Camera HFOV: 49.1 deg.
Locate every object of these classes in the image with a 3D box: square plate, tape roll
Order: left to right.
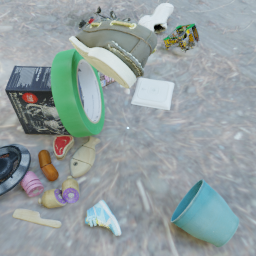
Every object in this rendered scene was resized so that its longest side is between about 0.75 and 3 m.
[{"bbox_3d":[-1.220,-0.902,7.295,0.544,2.264,2.264,-9,51,13],"label":"tape roll"},{"bbox_3d":[0.822,-1.154,9.014,1.223,0.176,1.234,11,53,8],"label":"square plate"}]

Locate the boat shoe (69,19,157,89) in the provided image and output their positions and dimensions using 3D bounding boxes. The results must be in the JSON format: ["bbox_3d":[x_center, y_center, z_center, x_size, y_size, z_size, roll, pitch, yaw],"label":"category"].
[{"bbox_3d":[-0.357,-1.490,5.150,0.849,1.015,2.839,-49,30,2],"label":"boat shoe"}]

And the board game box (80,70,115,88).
[{"bbox_3d":[-1.023,-2.121,9.344,1.705,0.826,1.359,-27,57,-19],"label":"board game box"}]

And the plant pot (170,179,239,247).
[{"bbox_3d":[1.720,1.910,6.089,1.101,1.172,1.172,37,59,8],"label":"plant pot"}]

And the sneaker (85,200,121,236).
[{"bbox_3d":[-0.600,2.144,6.325,0.618,0.376,0.946,-25,47,-21],"label":"sneaker"}]

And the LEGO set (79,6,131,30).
[{"bbox_3d":[-0.772,-3.527,10.255,2.905,0.823,1.887,-19,68,-47],"label":"LEGO set"}]

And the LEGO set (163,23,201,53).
[{"bbox_3d":[2.039,-3.219,10.416,1.078,0.812,1.402,1,41,39],"label":"LEGO set"}]

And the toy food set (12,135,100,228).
[{"bbox_3d":[-1.843,1.085,7.110,1.656,0.410,2.605,10,53,8],"label":"toy food set"}]

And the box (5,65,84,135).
[{"bbox_3d":[-2.134,-0.705,7.617,1.645,1.806,0.940,0,52,0],"label":"box"}]

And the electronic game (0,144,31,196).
[{"bbox_3d":[-3.189,1.041,7.053,1.583,0.329,1.583,-11,46,12],"label":"electronic game"}]

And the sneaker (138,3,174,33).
[{"bbox_3d":[1.293,-4.232,11.162,0.938,0.735,1.887,41,71,19],"label":"sneaker"}]
